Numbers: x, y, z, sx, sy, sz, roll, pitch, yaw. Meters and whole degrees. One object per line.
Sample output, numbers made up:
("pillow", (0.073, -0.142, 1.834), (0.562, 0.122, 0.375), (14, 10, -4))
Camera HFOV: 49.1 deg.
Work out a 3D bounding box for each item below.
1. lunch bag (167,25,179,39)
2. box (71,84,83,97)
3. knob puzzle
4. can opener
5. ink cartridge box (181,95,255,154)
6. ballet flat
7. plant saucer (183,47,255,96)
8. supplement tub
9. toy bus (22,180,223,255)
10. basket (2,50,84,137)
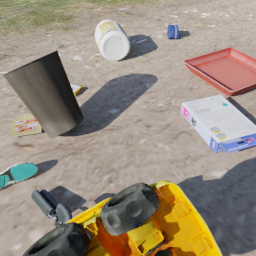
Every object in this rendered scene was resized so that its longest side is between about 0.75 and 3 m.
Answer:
("lunch bag", (2.451, -5.177, 15.064), (0.610, 0.627, 0.923), (1, 38, 0))
("box", (-2.320, -1.532, 11.077), (0.908, 0.188, 0.541), (15, 42, 20))
("knob puzzle", (-3.386, -0.100, 9.375), (1.201, 0.167, 1.201), (0, 40, 0))
("can opener", (-1.720, 1.851, 6.572), (0.436, 0.551, 1.658), (11, 8, -46))
("ink cartridge box", (3.048, -0.099, 9.085), (1.594, 0.561, 2.672), (-13, 39, -15))
("ballet flat", (-3.193, 1.259, 7.552), (1.465, 0.526, 0.526), (-21, 44, -24))
("plant saucer", (4.291, -2.372, 11.805), (2.902, 0.533, 2.896), (-20, 44, -23))
("supplement tub", (-0.785, -4.204, 13.271), (1.435, 1.435, 1.988), (-9, 40, -11))
("toy bus", (-0.247, 2.102, 4.879), (2.884, 1.957, 2.768), (-31, 3, -5))
("basket", (-2.399, -0.992, 8.594), (1.518, 2.233, 2.013), (-15, 22, 27))
